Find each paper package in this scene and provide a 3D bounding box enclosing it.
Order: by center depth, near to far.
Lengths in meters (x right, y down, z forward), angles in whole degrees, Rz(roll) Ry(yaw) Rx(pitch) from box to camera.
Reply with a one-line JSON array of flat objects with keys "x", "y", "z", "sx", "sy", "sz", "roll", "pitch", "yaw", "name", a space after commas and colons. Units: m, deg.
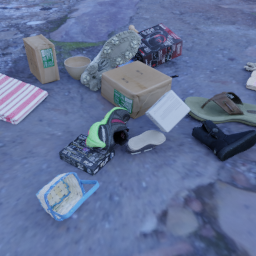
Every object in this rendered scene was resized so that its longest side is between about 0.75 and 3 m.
[{"x": 0.264, "y": -1.365, "z": 9.529, "sx": 1.787, "sy": 0.970, "sz": 1.874, "roll": -26, "pitch": 46, "yaw": -30, "name": "paper package"}, {"x": -3.315, "y": -2.645, "z": 10.775, "sx": 0.766, "sy": 1.480, "sz": 1.411, "roll": -24, "pitch": 45, "yaw": -27, "name": "paper package"}]

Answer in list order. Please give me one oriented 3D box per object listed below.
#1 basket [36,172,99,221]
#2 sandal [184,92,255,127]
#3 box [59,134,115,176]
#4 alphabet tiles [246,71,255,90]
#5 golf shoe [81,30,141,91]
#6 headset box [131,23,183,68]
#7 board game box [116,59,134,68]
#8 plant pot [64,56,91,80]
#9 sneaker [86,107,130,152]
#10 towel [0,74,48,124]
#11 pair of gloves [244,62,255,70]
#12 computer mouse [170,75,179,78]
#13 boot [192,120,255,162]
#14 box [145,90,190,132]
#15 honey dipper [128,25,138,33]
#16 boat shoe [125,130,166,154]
[{"x": -1.277, "y": 1.430, "z": 5.944, "sx": 1.166, "sy": 0.811, "sz": 1.028, "roll": -7, "pitch": 25, "yaw": 46, "name": "basket"}, {"x": 3.252, "y": -0.725, "z": 8.788, "sx": 2.993, "sy": 0.854, "sz": 1.188, "roll": 5, "pitch": 38, "yaw": 7, "name": "sandal"}, {"x": -1.084, "y": 0.682, "z": 7.460, "sx": 1.173, "sy": 0.255, "sz": 0.940, "roll": 21, "pitch": 42, "yaw": 25, "name": "box"}, {"x": 5.999, "y": -1.457, "z": 10.255, "sx": 2.995, "sy": 0.219, "sz": 2.929, "roll": 20, "pitch": 40, "yaw": 24, "name": "alphabet tiles"}, {"x": -0.701, "y": -2.581, "z": 10.260, "sx": 2.641, "sy": 1.034, "sz": 1.284, "roll": -40, "pitch": 21, "yaw": 10, "name": "golf shoe"}, {"x": 1.153, "y": -3.472, "z": 11.809, "sx": 2.139, "sy": 0.802, "sz": 1.590, "roll": -27, "pitch": 55, "yaw": -14, "name": "headset box"}, {"x": 0.187, "y": -2.830, "z": 12.087, "sx": 1.542, "sy": 0.150, "sz": 0.794, "roll": -30, "pitch": 49, "yaw": -33, "name": "board game box"}, {"x": -1.938, "y": -2.286, "z": 10.953, "sx": 1.010, "sy": 0.678, "sz": 1.010, "roll": 0, "pitch": 38, "yaw": 0, "name": "plant pot"}, {"x": -0.375, "y": 0.098, "z": 7.705, "sx": 0.911, "sy": 0.835, "sz": 2.175, "roll": 28, "pitch": 30, "yaw": 7, "name": "sneaker"}, {"x": -4.265, "y": -1.076, "z": 9.475, "sx": 2.551, "sy": 0.382, "sz": 1.867, "roll": 21, "pitch": 42, "yaw": 8, "name": "towel"}, {"x": 5.282, "y": -2.524, "z": 11.652, "sx": 0.790, "sy": 0.163, "sz": 0.930, "roll": 15, "pitch": 32, "yaw": 29, "name": "pair of gloves"}, {"x": 1.417, "y": -1.924, "z": 10.432, "sx": 0.965, "sy": 0.164, "sz": 0.283, "roll": -6, "pitch": -4, "yaw": -4, "name": "computer mouse"}, {"x": 2.720, "y": 0.161, "z": 7.856, "sx": 1.528, "sy": 0.584, "sz": 1.284, "roll": -23, "pitch": 47, "yaw": -18, "name": "boot"}, {"x": 1.075, "y": -0.449, "z": 7.771, "sx": 0.887, "sy": 0.891, "sz": 0.763, "roll": -45, "pitch": 92, "yaw": -1, "name": "box"}, {"x": 0.859, "y": -4.135, "z": 13.158, "sx": 0.508, "sy": 0.508, "sz": 2.677, "roll": -22, "pitch": 54, "yaw": -26, "name": "honey dipper"}, {"x": 0.465, "y": 0.406, "z": 7.647, "sx": 1.312, "sy": 0.411, "sz": 0.477, "roll": -14, "pitch": 60, "yaw": -38, "name": "boat shoe"}]
